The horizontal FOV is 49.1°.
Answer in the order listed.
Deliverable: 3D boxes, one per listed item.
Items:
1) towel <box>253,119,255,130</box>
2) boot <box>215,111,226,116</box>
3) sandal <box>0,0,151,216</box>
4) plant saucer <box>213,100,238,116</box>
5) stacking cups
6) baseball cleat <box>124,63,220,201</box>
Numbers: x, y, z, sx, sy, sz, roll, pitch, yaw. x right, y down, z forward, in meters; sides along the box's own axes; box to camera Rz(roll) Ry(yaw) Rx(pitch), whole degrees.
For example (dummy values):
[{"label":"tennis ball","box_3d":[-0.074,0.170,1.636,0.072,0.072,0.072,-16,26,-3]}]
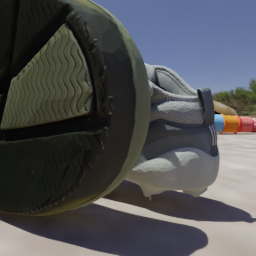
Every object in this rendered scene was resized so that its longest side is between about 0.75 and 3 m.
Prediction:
[{"label":"towel","box_3d":[3.207,-0.054,6.098,1.733,0.269,2.397,-4,3,-35]},{"label":"boot","box_3d":[2.567,-0.560,11.335,2.277,0.826,2.070,12,-4,43]},{"label":"sandal","box_3d":[-0.796,-0.157,1.577,2.346,0.931,0.669,14,15,37]},{"label":"plant saucer","box_3d":[3.291,-0.752,10.698,2.125,0.376,2.125,22,5,-2]},{"label":"stacking cups","box_3d":[1.588,-0.115,5.218,1.465,0.443,0.443,-1,3,-8]},{"label":"baseball cleat","box_3d":[-0.105,-0.010,1.308,1.090,0.580,0.380,-1,7,37]}]
